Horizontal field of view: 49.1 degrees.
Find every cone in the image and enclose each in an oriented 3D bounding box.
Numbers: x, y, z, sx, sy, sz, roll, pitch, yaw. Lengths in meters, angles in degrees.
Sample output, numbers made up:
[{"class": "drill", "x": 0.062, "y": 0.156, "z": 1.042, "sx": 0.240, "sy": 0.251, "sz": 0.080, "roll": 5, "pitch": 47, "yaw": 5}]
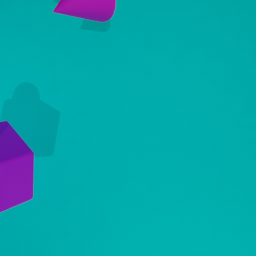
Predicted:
[{"class": "cone", "x": -0.878, "y": -2.102, "z": 4.696, "sx": 0.961, "sy": 0.961, "sz": 0.965, "roll": 45, "pitch": 57, "yaw": 8}]

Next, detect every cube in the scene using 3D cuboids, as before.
[{"class": "cube", "x": -2.766, "y": 0.820, "z": 5.584, "sx": 1.286, "sy": 1.286, "sz": 1.286, "roll": -18, "pitch": 43, "yaw": -40}]
